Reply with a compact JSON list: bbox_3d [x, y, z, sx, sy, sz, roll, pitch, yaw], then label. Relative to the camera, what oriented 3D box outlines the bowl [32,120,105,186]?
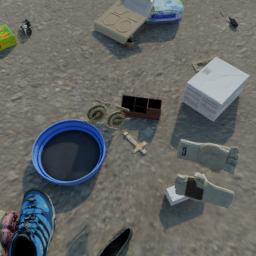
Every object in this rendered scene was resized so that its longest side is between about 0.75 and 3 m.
[{"bbox_3d":[-2.061,0.858,9.949,2.549,0.500,2.549,0,56,0],"label":"bowl"}]

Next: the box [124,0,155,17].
[{"bbox_3d":[0.501,-5.000,10.872,1.010,0.660,1.005,25,50,-2],"label":"box"}]

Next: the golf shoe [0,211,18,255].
[{"bbox_3d":[-3.911,3.597,7.802,1.193,0.940,2.590,2,48,-5],"label":"golf shoe"}]

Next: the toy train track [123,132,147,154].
[{"bbox_3d":[0.252,0.521,10.372,0.664,0.188,1.159,-35,62,-22],"label":"toy train track"}]

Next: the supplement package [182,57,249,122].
[{"bbox_3d":[3.472,-1.581,11.226,1.591,1.132,2.042,38,62,22],"label":"supplement package"}]

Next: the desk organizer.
[{"bbox_3d":[0.516,-0.814,11.018,1.617,0.622,0.580,8,56,5],"label":"desk organizer"}]

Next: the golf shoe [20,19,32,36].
[{"bbox_3d":[-5.147,-4.969,14.076,0.511,0.420,1.081,-24,57,10],"label":"golf shoe"}]

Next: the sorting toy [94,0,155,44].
[{"bbox_3d":[-0.187,-5.429,13.941,2.262,0.446,2.444,35,81,28],"label":"sorting toy"}]

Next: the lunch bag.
[{"bbox_3d":[1.733,-6.202,14.560,2.142,0.883,1.722,-6,54,-4],"label":"lunch bag"}]

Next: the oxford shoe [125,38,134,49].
[{"bbox_3d":[-0.086,-4.248,13.513,1.070,0.400,0.377,39,64,23],"label":"oxford shoe"}]

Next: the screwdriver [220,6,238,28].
[{"bbox_3d":[5.285,-5.879,14.769,0.254,0.264,1.818,-14,53,-10],"label":"screwdriver"}]

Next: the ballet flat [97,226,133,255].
[{"bbox_3d":[-0.468,3.528,8.127,0.555,0.474,1.670,31,61,20],"label":"ballet flat"}]

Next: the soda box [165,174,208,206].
[{"bbox_3d":[1.948,2.023,9.180,1.405,0.447,0.478,-19,58,-12],"label":"soda box"}]

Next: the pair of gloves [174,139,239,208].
[{"bbox_3d":[1.922,1.136,6.995,1.476,1.736,0.304,8,23,19],"label":"pair of gloves"}]

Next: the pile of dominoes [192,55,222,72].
[{"bbox_3d":[3.694,-2.737,12.680,1.349,0.215,1.051,-15,57,0],"label":"pile of dominoes"}]

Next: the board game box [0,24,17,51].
[{"bbox_3d":[-6.586,-4.085,13.327,2.191,0.522,1.113,-30,61,-19],"label":"board game box"}]

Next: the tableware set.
[{"bbox_3d":[-0.610,-0.296,8.433,1.327,0.877,0.266,15,29,-37],"label":"tableware set"}]

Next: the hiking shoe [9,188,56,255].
[{"bbox_3d":[-2.707,2.986,8.014,1.088,1.268,2.925,-7,56,-5],"label":"hiking shoe"}]
